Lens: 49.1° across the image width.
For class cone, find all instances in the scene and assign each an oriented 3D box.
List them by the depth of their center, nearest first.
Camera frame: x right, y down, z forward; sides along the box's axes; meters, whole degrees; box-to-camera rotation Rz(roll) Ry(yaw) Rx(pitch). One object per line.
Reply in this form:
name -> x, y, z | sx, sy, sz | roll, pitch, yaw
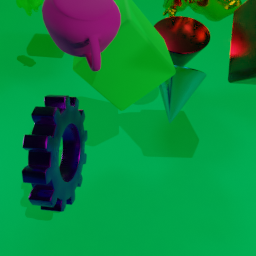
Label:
cone -> 1.028, -0.667, 6.159 | 1.169, 1.169, 1.174 | 10, 93, -1
cone -> 1.299, -1.914, 7.471 | 1.447, 1.452, 1.447 | 0, 56, 0

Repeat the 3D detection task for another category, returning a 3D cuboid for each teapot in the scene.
teapot -> -0.664, -1.477, 3.935 | 1.048, 0.825, 1.685 | -11, 60, -20

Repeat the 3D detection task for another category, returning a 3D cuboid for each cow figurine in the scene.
cow figurine -> 1.865, -3.314, 7.387 | 1.714, 1.687, 0.941 | 28, 51, -33
cow figurine -> -2.799, -3.624, 7.860 | 0.927, 0.912, 0.509 | 39, 65, 9

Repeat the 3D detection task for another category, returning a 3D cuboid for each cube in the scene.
cube -> 2.514, -1.382, 4.462 | 1.304, 1.304, 1.304 | 3, 4, -2
cube -> -0.099, -1.469, 5.514 | 1.368, 1.368, 1.368 | -34, 38, 23

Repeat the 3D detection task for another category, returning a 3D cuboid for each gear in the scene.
gear -> -1.148, 0.408, 4.792 | 0.355, 1.917, 1.917 | 3, 47, 9
